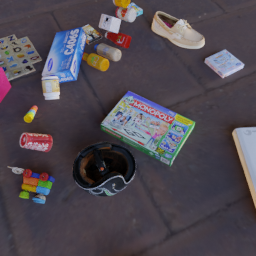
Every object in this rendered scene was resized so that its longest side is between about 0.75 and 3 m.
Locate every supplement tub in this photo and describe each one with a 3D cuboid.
[{"bbox_3d":[-2.607,-1.350,9.487,0.547,0.547,0.758,-5,97,-4],"label":"supplement tub"}]

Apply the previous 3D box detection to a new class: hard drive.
[{"bbox_3d":[4.320,1.239,7.961,1.918,0.388,2.907,-2,54,-1],"label":"hard drive"}]

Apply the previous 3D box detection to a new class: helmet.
[{"bbox_3d":[-0.584,1.100,7.422,1.508,1.438,1.508,-7,75,25],"label":"helmet"}]

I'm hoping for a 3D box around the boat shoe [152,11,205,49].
[{"bbox_3d":[2.020,-4.014,11.382,2.435,0.842,0.898,30,60,19],"label":"boat shoe"}]

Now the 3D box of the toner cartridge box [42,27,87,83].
[{"bbox_3d":[-2.333,-2.749,10.518,1.152,0.524,2.426,-7,53,16],"label":"toner cartridge box"}]

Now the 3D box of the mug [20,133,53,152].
[{"bbox_3d":[-2.640,0.342,8.147,0.789,0.701,0.527,13,38,-45],"label":"mug"}]

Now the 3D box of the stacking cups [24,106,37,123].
[{"bbox_3d":[-3.133,-0.465,9.112,0.256,0.256,0.845,-1,27,-1],"label":"stacking cups"}]

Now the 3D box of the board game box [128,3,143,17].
[{"bbox_3d":[0.074,-5.239,12.631,0.948,0.222,0.716,-33,61,-21],"label":"board game box"}]

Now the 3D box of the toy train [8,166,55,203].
[{"bbox_3d":[-2.786,1.563,7.682,1.369,0.579,0.792,10,69,7],"label":"toy train"}]

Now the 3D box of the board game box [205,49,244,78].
[{"bbox_3d":[3.666,-2.463,10.675,1.037,0.213,1.035,-26,59,-17],"label":"board game box"}]

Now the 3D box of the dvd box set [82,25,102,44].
[{"bbox_3d":[-1.658,-3.946,11.764,0.714,0.144,0.976,-33,61,-22],"label":"dvd box set"}]

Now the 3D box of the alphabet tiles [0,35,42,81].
[{"bbox_3d":[-4.672,-2.791,10.994,2.093,0.080,2.516,-26,59,-18],"label":"alphabet tiles"}]

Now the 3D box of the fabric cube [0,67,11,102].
[{"bbox_3d":[-4.796,-1.444,9.460,1.028,1.048,1.044,14,58,9],"label":"fabric cube"}]

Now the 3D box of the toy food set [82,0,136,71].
[{"bbox_3d":[-0.711,-3.598,10.431,1.241,2.757,1.316,30,23,32],"label":"toy food set"}]

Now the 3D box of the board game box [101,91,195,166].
[{"bbox_3d":[0.625,-0.064,8.897,2.498,0.364,1.681,27,60,18],"label":"board game box"}]
